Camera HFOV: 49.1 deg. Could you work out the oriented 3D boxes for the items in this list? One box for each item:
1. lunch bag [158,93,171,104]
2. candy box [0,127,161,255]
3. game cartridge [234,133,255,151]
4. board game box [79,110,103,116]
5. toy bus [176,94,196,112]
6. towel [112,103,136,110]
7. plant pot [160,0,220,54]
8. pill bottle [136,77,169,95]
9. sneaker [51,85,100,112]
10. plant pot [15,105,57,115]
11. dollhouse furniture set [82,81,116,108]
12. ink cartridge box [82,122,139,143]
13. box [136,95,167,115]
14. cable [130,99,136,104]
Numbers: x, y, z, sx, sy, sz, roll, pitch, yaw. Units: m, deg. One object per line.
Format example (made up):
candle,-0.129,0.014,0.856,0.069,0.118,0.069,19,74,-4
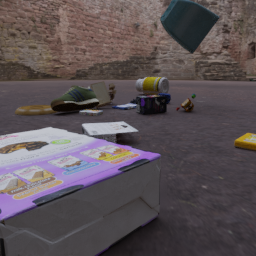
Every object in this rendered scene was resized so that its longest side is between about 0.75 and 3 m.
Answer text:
lunch bag,2.277,-1.846,17.565,0.892,0.606,0.590,5,14,16
candy box,-1.353,0.831,4.227,2.871,1.027,2.408,12,17,41
game cartridge,3.930,0.436,7.964,1.399,0.227,1.233,8,15,38
board game box,-1.771,-0.741,13.510,0.945,0.162,0.635,5,14,23
toy bus,3.102,-1.136,14.377,1.124,0.581,1.060,-46,5,-30
towel,-0.061,-1.213,15.692,1.044,0.169,1.422,10,16,42
plant pot,3.093,-5.819,15.293,2.306,2.258,2.264,31,20,-16
pill bottle,1.945,-3.422,22.871,2.575,1.433,1.433,9,15,37
sneaker,-2.810,-1.580,14.300,2.721,1.222,0.912,-9,-22,-41
plant pot,-4.612,-0.937,14.158,2.099,0.288,2.099,0,11,0
dollhouse furniture set,-1.829,-1.490,16.657,2.364,1.353,2.772,-16,-13,-14
ink cartridge box,-0.621,0.141,8.947,1.472,0.369,1.696,-3,12,-17
box,1.164,-1.166,13.854,1.381,0.844,0.732,-7,14,-29
cable,0.866,-1.649,17.005,1.487,0.463,1.823,11,17,41
